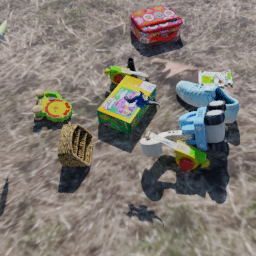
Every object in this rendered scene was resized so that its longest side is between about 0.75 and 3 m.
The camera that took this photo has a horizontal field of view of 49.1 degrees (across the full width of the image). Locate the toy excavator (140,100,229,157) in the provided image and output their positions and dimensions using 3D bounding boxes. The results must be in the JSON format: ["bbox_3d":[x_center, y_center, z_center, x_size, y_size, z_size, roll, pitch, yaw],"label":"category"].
[{"bbox_3d":[2.132,0.199,10.272,2.838,1.417,2.759,-6,22,24],"label":"toy excavator"}]

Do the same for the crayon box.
[{"bbox_3d":[0.002,-1.040,11.756,1.497,0.734,2.520,22,54,18],"label":"crayon box"}]

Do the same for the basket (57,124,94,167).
[{"bbox_3d":[-1.877,0.570,10.207,1.095,1.049,1.470,1,50,2],"label":"basket"}]

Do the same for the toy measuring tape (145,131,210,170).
[{"bbox_3d":[1.698,0.874,9.983,2.448,0.901,0.901,22,53,4],"label":"toy measuring tape"}]

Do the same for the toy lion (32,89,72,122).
[{"bbox_3d":[-3.171,-0.931,11.878,1.565,0.560,1.632,-1,49,-10],"label":"toy lion"}]

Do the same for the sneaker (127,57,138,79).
[{"bbox_3d":[0.161,-2.744,13.242,0.462,0.657,1.236,-11,51,-9],"label":"sneaker"}]

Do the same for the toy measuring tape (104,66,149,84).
[{"bbox_3d":[-0.106,-2.376,13.087,2.171,0.799,0.799,6,46,-25],"label":"toy measuring tape"}]

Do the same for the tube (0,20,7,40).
[{"bbox_3d":[-4.303,-3.338,9.586,0.303,0.271,1.044,-27,37,19],"label":"tube"}]

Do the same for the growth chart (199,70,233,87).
[{"bbox_3d":[4.130,-2.328,13.240,1.662,0.147,1.203,0,51,1],"label":"growth chart"}]

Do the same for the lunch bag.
[{"bbox_3d":[1.593,-5.600,15.449,2.629,1.077,2.315,-19,57,-15],"label":"lunch bag"}]

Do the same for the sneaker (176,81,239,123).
[{"bbox_3d":[3.377,-1.443,11.789,2.958,1.212,1.093,33,56,24],"label":"sneaker"}]

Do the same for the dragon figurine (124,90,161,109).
[{"bbox_3d":[0.472,-0.819,9.126,1.216,0.358,0.605,33,100,7],"label":"dragon figurine"}]
